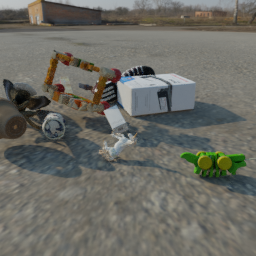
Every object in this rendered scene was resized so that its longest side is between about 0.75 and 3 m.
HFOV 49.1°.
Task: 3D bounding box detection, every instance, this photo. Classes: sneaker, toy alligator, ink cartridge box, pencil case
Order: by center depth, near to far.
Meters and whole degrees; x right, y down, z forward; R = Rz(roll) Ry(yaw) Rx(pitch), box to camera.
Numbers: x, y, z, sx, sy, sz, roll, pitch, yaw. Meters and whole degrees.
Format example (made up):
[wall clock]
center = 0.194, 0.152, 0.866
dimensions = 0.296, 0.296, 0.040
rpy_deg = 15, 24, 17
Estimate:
[toy alligator]
center = 2.110, 0.814, 6.086
dimensions = 1.923, 0.522, 0.570
rpy_deg = 1, 8, 6
[pencil case]
center = -1.951, -0.063, 7.495
dimensions = 0.539, 0.620, 1.386
rpy_deg = -48, 16, -2
[ink cartridge box]
center = 0.993, -1.298, 10.356
dimensions = 2.442, 1.028, 1.766
rpy_deg = -7, 24, -17
[sneaker]
center = -0.325, -1.973, 11.709
dimensions = 2.762, 1.045, 1.595
rpy_deg = -23, 27, -26

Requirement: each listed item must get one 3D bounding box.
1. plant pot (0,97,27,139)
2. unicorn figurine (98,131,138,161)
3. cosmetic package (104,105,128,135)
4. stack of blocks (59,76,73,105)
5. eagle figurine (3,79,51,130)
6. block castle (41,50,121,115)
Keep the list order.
[plant pot]
center = -3.122, -0.147, 7.117
dimensions = 0.973, 1.115, 1.115
rpy_deg = 20, 30, 35
[unicorn figurine]
center = -0.206, 0.384, 6.857
dimensions = 0.720, 1.048, 0.387
rpy_deg = 39, 8, 34
[cosmetic package]
center = -0.347, -0.236, 8.082
dimensions = 0.433, 0.341, 0.804
rpy_deg = -25, 49, -2
[stack of blocks]
center = -2.383, -1.396, 10.897
dimensions = 0.340, 0.668, 1.160
rpy_deg = -10, 48, -16
[eagle figurine]
center = -3.421, -0.867, 9.038
dimensions = 1.509, 1.517, 2.000
rpy_deg = -16, 28, 1
[block castle]
center = -1.508, -1.466, 9.146
dimensions = 2.392, 1.598, 1.122
rpy_deg = 23, 11, 23
